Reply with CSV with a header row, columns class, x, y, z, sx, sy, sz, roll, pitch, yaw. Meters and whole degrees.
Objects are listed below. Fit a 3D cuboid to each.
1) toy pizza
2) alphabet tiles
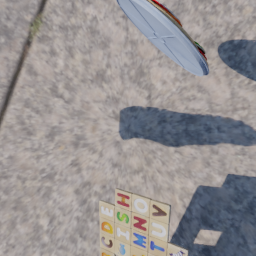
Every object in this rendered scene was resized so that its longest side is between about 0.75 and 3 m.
class,x,y,z,sx,sy,sz,roll,pitch,yaw
toy pizza,0.791,-2.068,5.943,2.598,2.598,0.412,42,98,2
alphabet tiles,0.267,2.702,6.291,2.205,0.100,2.638,11,109,29
